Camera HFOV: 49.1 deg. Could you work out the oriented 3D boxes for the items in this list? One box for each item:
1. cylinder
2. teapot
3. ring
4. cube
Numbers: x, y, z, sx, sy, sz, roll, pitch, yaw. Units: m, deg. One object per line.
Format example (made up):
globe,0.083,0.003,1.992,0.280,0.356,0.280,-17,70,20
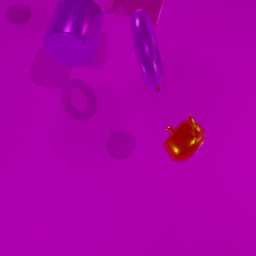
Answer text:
cylinder,-1.229,-2.226,6.485,1.173,1.173,1.173,9,66,3
teapot,1.082,0.192,5.584,0.715,1.461,0.909,41,59,5
ring,0.358,-1.275,4.752,0.284,1.421,1.421,-12,73,14
cube,0.161,-2.950,6.191,1.060,1.060,1.060,9,109,-18
